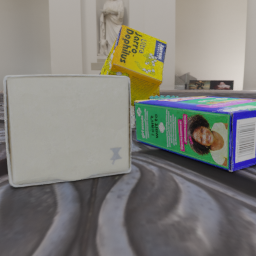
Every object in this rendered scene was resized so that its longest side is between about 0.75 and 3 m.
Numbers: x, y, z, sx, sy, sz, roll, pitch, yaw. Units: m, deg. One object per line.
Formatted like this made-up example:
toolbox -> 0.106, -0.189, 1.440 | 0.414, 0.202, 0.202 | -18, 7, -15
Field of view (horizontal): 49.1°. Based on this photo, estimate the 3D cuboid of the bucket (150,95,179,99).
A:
bucket -> 1.560, -0.963, 12.212 | 1.314, 0.855, 1.314 | -1, 9, 0

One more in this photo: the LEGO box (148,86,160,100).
LEGO box -> 0.426, -2.057, 14.741 | 1.113, 2.148, 2.884 | -5, 11, -27

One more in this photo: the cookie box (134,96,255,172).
cookie box -> 1.921, -0.102, 6.349 | 2.473, 1.086, 2.891 | -8, 12, -32

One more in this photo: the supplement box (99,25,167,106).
supplement box -> -0.059, -1.694, 9.471 | 1.579, 1.569, 2.883 | 17, -28, -14

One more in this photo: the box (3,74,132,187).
box -> -1.336, -0.213, 5.443 | 1.892, 1.613, 2.960 | -4, 10, -22

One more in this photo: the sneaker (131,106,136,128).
sneaker -> 0.281, -0.334, 8.890 | 2.122, 0.790, 0.924 | -3, 15, -12
